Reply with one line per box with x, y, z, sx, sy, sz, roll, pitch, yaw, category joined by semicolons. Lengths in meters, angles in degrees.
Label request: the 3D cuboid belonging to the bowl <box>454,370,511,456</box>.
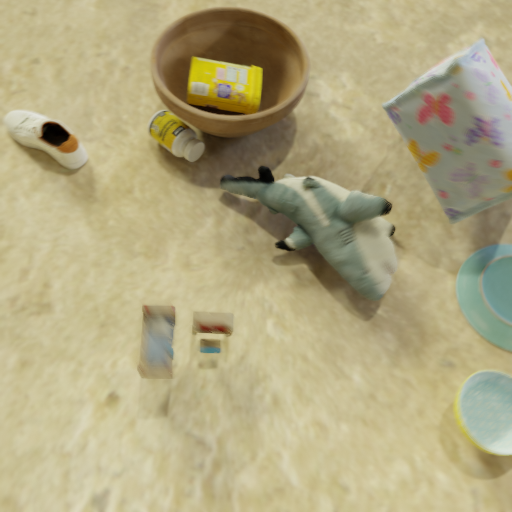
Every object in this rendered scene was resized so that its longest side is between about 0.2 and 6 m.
3.378;2.328;8.129;1.204;0.648;1.204;3;60;-6;bowl

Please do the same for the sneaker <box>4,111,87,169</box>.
-4.102;-2.455;10.729;1.976;0.836;0.719;28;66;16;sneaker

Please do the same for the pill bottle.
-1.522;-2.284;10.756;1.081;0.606;0.606;39;68;19;pill bottle

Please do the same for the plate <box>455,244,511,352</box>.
4.388;0.638;9.324;2.048;0.262;2.048;0;60;0;plate

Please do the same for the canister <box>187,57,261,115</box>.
-0.626;-3.327;10.976;1.366;0.591;1.015;7;64;-10;canister

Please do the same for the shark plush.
0.829;-0.638;9.421;3.454;1.569;1.439;29;87;8;shark plush

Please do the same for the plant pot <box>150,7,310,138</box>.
-0.504;-3.313;10.859;2.966;1.369;2.966;1;62;-2;plant pot

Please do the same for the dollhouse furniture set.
-1.016;1.297;8.281;1.341;0.940;0.945;3;72;-7;dollhouse furniture set

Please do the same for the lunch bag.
3.663;-2.210;9.592;2.384;1.787;2.811;56;43;-8;lunch bag
